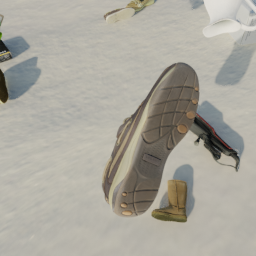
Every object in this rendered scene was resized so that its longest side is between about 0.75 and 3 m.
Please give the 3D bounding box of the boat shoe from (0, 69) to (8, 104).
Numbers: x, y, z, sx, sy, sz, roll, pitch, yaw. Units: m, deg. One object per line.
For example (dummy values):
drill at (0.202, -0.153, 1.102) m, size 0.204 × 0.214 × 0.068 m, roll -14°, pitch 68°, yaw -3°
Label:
boat shoe at (-3.786, -1.166, 7.986) m, size 0.493 × 0.550 × 1.485 m, roll -23°, pitch 50°, yaw -3°

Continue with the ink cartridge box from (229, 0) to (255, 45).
ink cartridge box at (5.099, -4.278, 10.249) m, size 2.974 × 1.245 × 2.158 m, roll -10°, pitch 49°, yaw -9°

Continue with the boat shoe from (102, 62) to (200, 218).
boat shoe at (0.196, 0.070, 3.687) m, size 0.775 × 0.788 × 2.114 m, roll 20°, pitch 80°, yaw 52°

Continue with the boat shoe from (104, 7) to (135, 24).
boat shoe at (-0.347, -4.480, 11.002) m, size 1.264 × 0.454 × 0.376 m, roll -26°, pitch 56°, yaw -15°

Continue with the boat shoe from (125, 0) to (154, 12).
boat shoe at (0.510, -5.299, 11.703) m, size 1.546 × 0.486 × 0.564 m, roll -31°, pitch 55°, yaw -25°

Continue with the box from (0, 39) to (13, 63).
box at (-4.618, -2.426, 9.225) m, size 1.269 × 0.313 × 1.013 m, roll -27°, pitch 52°, yaw -22°

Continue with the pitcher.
pitcher at (1.837, -2.241, 4.946) m, size 0.997 × 0.704 × 1.162 m, roll 3°, pitch 80°, yaw 7°

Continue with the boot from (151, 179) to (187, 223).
boot at (0.852, 1.461, 5.730) m, size 0.754 × 0.285 × 0.861 m, roll 12°, pitch 49°, yaw -6°

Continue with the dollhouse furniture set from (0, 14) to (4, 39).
dollhouse furniture set at (-1.991, -1.649, 3.593) m, size 0.818 × 1.249 × 0.627 m, roll 18°, pitch 79°, yaw -22°

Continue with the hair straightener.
hair straightener at (1.902, 0.374, 6.713) m, size 0.714 × 0.380 × 1.855 m, roll -24°, pitch 57°, yaw -20°
